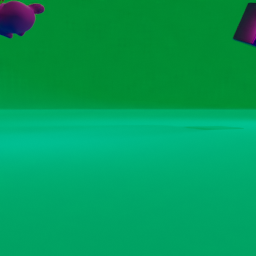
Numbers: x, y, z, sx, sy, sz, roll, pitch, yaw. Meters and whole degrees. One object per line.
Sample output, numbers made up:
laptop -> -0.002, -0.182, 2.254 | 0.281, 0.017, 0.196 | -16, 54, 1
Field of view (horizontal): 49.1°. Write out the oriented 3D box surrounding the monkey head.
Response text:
monkey head -> -2.572, -2.523, 6.188 | 1.328, 0.955, 0.800 | -31, -2, -39

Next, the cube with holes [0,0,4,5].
cube with holes -> -2.321, -2.712, 4.646 | 0.904, 0.904, 0.904 | 43, -4, -23

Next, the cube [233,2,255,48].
cube -> 4.105, -2.972, 8.371 | 1.151, 1.151, 1.151 | 12, 23, -16
